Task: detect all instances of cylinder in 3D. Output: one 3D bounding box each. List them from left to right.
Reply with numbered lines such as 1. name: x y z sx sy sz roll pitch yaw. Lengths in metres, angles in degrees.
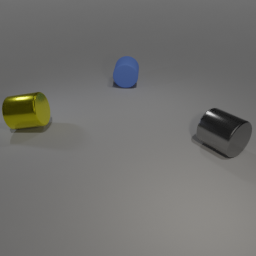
1. cylinder: -4.128 -0.699 11.472 1.400 1.400 1.400 -7 28 10
2. cylinder: -0.095 -3.214 16.017 1.400 1.400 1.400 2 33 3
3. cylinder: 3.476 0.147 10.172 1.400 1.400 1.400 -19 35 -31
